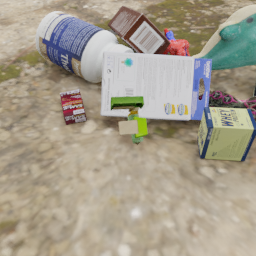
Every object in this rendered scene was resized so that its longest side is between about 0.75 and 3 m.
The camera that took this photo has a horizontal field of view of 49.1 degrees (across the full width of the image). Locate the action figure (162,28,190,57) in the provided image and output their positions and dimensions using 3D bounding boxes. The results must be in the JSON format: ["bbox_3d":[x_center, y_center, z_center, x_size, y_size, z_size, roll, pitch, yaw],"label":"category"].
[{"bbox_3d":[1.447,-2.488,9.452,0.878,1.332,2.691,-11,27,-3],"label":"action figure"}]

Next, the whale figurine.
[{"bbox_3d":[3.028,-2.180,7.968,2.633,2.095,1.366,-32,65,18],"label":"whale figurine"}]

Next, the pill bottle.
[{"bbox_3d":[-1.292,-2.377,8.654,2.876,1.596,1.596,29,51,20],"label":"pill bottle"}]

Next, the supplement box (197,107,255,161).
[{"bbox_3d":[2.252,0.145,6.518,1.056,1.057,0.710,3,43,3],"label":"supplement box"}]

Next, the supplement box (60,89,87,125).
[{"bbox_3d":[-1.535,-0.602,7.802,0.588,0.329,1.081,-13,46,-9],"label":"supplement box"}]

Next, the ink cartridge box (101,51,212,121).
[{"bbox_3d":[0.711,-1.066,7.382,2.793,1.666,0.586,3,2,1],"label":"ink cartridge box"}]

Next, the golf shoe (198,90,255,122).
[{"bbox_3d":[2.825,-0.426,7.371,2.124,0.978,0.771,13,78,35],"label":"golf shoe"}]

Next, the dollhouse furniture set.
[{"bbox_3d":[-0.036,-0.099,6.106,0.660,1.315,0.861,-4,80,-6],"label":"dollhouse furniture set"}]

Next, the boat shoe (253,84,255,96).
[{"bbox_3d":[4.073,-1.209,7.957,0.914,0.763,2.450,5,52,16],"label":"boat shoe"}]

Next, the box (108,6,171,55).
[{"bbox_3d":[0.255,-3.084,9.081,0.964,1.288,2.572,-46,28,14],"label":"box"}]
